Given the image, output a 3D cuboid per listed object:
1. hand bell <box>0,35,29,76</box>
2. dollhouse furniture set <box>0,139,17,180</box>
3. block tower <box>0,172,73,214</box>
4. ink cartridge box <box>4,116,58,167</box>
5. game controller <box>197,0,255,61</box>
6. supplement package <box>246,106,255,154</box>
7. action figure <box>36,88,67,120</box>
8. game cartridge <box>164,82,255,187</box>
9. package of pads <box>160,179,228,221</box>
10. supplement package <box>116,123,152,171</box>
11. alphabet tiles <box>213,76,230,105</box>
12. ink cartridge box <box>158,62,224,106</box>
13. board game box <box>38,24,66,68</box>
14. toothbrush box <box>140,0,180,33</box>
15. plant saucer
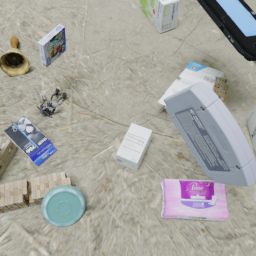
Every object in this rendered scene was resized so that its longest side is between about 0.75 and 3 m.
[{"bbox_3d":[-4.466,-3.069,11.043,1.064,1.064,2.044,-13,48,-7],"label":"hand bell"},{"bbox_3d":[-4.431,0.575,8.228,1.332,1.890,1.324,16,62,9],"label":"dollhouse furniture set"},{"bbox_3d":[-2.861,1.902,8.190,2.445,0.707,0.660,-10,61,-8],"label":"block tower"},{"bbox_3d":[-3.208,0.409,9.230,1.731,0.339,0.861,38,67,18],"label":"ink cartridge box"},{"bbox_3d":[2.969,-3.003,7.635,1.486,0.600,2.849,-21,69,-21],"label":"game controller"},{"bbox_3d":[4.650,0.215,8.906,1.064,1.061,1.815,-2,60,-1],"label":"supplement package"},{"bbox_3d":[-2.728,-0.885,9.801,0.734,0.630,1.234,33,63,5],"label":"action figure"},{"bbox_3d":[1.684,0.171,5.758,0.464,1.487,2.233,-34,96,-24],"label":"game cartridge"},{"bbox_3d":[1.861,2.054,8.078,1.831,0.693,1.103,2,63,1],"label":"package of pads"},{"bbox_3d":[0.197,0.603,8.874,0.729,0.738,1.217,21,63,12],"label":"supplement package"},{"bbox_3d":[3.155,-1.121,9.638,1.011,1.209,0.046,0,12,-45],"label":"alphabet tiles"},{"bbox_3d":[2.197,-1.180,9.757,1.311,0.767,2.260,28,64,28],"label":"ink cartridge box"},{"bbox_3d":[-2.332,-2.541,8.732,0.209,1.014,1.011,32,62,9],"label":"board game box"},{"bbox_3d":[1.291,-5.248,11.794,0.846,1.432,1.966,-23,63,-13],"label":"toothbrush box"},{"bbox_3d":[-1.803,2.225,7.883,1.230,0.169,1.230,-1,95,-13],"label":"plant saucer"}]
